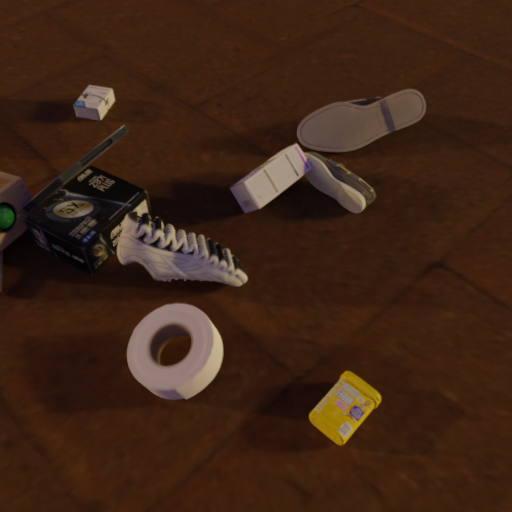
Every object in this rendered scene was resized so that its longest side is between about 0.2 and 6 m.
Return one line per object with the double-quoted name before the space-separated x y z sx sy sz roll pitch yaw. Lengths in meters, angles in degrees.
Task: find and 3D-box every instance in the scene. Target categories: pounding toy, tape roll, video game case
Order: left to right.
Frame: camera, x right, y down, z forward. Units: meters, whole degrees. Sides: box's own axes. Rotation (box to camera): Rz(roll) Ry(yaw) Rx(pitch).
"pounding toy" -5.170 -0.553 10.699 1.916 1.362 1.764 16 50 28
"video game case" -3.467 -1.697 10.840 1.477 0.196 2.067 -23 24 41
"tape roll" -1.299 1.534 9.027 1.484 0.519 1.484 -7 57 11

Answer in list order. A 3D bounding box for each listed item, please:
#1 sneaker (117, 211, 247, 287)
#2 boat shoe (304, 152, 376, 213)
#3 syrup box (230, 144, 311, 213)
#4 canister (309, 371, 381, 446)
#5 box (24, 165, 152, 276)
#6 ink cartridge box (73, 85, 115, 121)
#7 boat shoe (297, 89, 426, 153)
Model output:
"sneaker" -1.332 0.069 10.119 2.428 0.984 0.912 23 17 -12
"boat shoe" 1.694 -1.633 11.879 0.561 0.670 1.875 -34 63 -28
"syrup box" 0.319 -1.616 11.661 1.634 0.643 0.665 -38 104 -27
"canister" 1.360 2.350 8.652 0.708 0.413 0.954 35 59 26
"box" -3.242 -0.747 11.013 1.515 0.797 1.850 25 54 21
"ink cartridge box" -4.001 -3.792 13.873 0.659 0.387 0.900 10 52 9
"boat shoe" 2.382 -3.115 13.175 3.105 1.128 0.974 -17 9 -7
